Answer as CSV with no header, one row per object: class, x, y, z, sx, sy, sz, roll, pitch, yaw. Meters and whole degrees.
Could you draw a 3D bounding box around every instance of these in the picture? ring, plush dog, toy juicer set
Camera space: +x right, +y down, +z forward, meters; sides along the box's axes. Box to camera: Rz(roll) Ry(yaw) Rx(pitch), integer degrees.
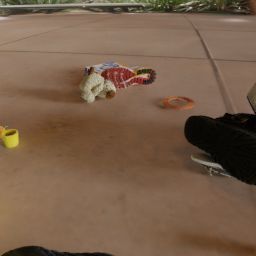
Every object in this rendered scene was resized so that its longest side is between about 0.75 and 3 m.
ring,2.125,-1.038,11.749,1.337,0.128,1.337,1,29,0
plush dog,-1.223,-1.848,12.310,1.470,1.373,1.712,19,23,-23
toy juicer set,-4.721,0.394,8.488,2.398,0.653,1.526,-25,37,-38

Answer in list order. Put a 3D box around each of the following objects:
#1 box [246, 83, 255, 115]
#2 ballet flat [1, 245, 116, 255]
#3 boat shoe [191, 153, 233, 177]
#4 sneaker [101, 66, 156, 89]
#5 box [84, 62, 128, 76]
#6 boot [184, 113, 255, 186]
box,5.120,-0.283,7.633,2.971,1.559,2.732,30,29,-4
ballet flat,-1.178,2.505,4.799,2.364,0.672,0.786,0,56,10
boat shoe,2.290,1.022,7.569,1.211,0.414,0.447,13,27,11
sneaker,-0.030,-2.511,13.770,2.703,1.052,1.110,-3,19,-20
box,-1.267,-3.145,15.358,2.269,0.471,1.351,-18,33,-34
boot,3.263,0.369,7.639,2.250,1.133,3.010,0,27,-32
